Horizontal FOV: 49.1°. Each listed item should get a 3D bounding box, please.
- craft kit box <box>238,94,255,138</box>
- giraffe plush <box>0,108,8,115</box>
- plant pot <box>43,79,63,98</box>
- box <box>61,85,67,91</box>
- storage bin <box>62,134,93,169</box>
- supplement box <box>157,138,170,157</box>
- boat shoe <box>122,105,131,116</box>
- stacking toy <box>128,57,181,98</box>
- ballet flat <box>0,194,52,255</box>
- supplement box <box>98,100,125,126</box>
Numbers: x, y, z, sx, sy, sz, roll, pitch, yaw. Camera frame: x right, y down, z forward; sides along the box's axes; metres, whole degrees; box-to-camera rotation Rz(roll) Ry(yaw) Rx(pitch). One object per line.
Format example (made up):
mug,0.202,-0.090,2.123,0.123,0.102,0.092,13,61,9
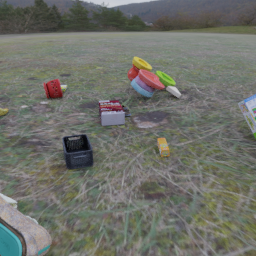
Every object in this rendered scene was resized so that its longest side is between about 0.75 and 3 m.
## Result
craft kit box,4.835,-0.494,10.001,1.539,1.519,0.373,-22,-9,-28
giraffe plush,-6.452,-1.511,11.182,2.984,2.420,2.575,9,25,19
plant pot,-3.782,-1.945,14.097,0.832,0.914,0.914,-15,27,-13
box,-3.659,-2.189,15.466,0.466,0.192,0.794,0,22,-1
storage bin,-1.545,0.698,8.556,0.795,0.552,1.176,-7,26,-16
supplement box,1.142,0.620,9.063,0.273,0.282,0.820,-4,27,-2
boat shoe,-0.123,-0.767,12.129,0.303,0.304,0.839,-12,27,-24
stacking toy,1.228,-2.284,14.836,2.658,1.240,2.937,25,28,-20
ballet flat,-2.558,1.894,5.736,2.692,0.916,0.905,24,12,33
supplement box,-0.711,-0.665,11.637,0.928,0.519,1.705,-4,23,-10
